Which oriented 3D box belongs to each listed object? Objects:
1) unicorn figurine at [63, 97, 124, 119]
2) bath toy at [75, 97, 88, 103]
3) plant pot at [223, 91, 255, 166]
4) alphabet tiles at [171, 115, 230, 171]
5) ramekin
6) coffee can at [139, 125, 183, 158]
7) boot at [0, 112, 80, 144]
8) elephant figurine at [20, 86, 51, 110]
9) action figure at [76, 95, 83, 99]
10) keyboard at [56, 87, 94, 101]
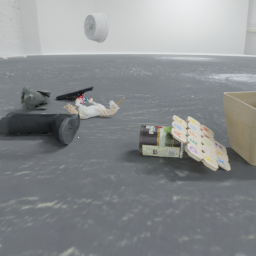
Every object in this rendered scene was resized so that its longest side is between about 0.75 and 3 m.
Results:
[{"bbox_3d":[-1.598,-0.921,13.286,2.506,0.925,1.721,-26,38,-23],"label":"unicorn figurine"},{"bbox_3d":[-2.614,-1.546,15.709,0.777,0.287,0.338,-17,25,-37],"label":"bath toy"},{"bbox_3d":[4.380,0.000,8.902,2.167,1.921,2.170,-2,21,-7],"label":"plant pot"},{"bbox_3d":[2.231,0.400,8.550,2.095,0.156,2.142,32,31,-6],"label":"alphabet tiles"},{"bbox_3d":[-1.042,-3.210,8.926,0.433,0.930,0.930,-10,21,-38],"label":"ramekin"},{"bbox_3d":[1.086,0.435,9.067,1.355,0.992,0.992,3,20,8],"label":"coffee can"},{"bbox_3d":[-3.452,-0.069,10.485,2.873,0.943,2.368,4,11,1],"label":"boot"},{"bbox_3d":[-4.535,-1.520,14.534,1.805,1.277,1.400,4,42,-39],"label":"elephant figurine"},{"bbox_3d":[-2.860,-1.856,16.466,0.435,0.344,1.330,-23,25,-5],"label":"action figure"},{"bbox_3d":[-3.107,-1.903,16.370,2.256,0.447,1.174,-15,13,6],"label":"keyboard"}]
